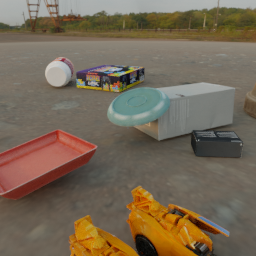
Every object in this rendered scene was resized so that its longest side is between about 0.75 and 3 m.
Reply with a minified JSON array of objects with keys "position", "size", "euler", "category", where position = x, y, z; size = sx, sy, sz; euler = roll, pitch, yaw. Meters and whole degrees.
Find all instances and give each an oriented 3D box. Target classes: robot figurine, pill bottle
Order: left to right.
[{"position":[-3.293,-2.688,13.528],"size":[1.203,1.203,2.130],"euler":[-2,21,-5],"category":"pill bottle"},{"position":[0.648,1.608,2.817],"size":[1.923,0.772,2.653],"euler":[-21,29,-40],"category":"robot figurine"}]

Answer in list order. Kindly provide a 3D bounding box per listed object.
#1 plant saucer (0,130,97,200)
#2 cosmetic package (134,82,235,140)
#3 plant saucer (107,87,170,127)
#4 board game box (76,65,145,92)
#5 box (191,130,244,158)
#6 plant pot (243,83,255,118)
[{"position":[-1.747,0.657,5.424],"size":[1.817,0.334,1.814],"euler":[-25,25,-31],"category":"plant saucer"},{"position":[1.591,-0.574,8.033],"size":[2.688,1.212,1.436],"euler":[-15,22,-27],"category":"cosmetic package"},{"position":[0.229,-0.585,6.793],"size":[1.568,0.215,1.568],"euler":[-11,35,8],"category":"plant saucer"},{"position":[-0.770,-2.492,13.599],"size":[2.305,0.791,2.788],"euler":[11,23,23],"category":"board game box"},{"position":[2.067,0.361,6.617],"size":[1.039,0.410,0.734],"euler":[2,18,4],"category":"box"},{"position":[5.248,-1.554,8.982],"size":[2.680,2.337,2.680],"euler":[-1,20,0],"category":"plant pot"}]
